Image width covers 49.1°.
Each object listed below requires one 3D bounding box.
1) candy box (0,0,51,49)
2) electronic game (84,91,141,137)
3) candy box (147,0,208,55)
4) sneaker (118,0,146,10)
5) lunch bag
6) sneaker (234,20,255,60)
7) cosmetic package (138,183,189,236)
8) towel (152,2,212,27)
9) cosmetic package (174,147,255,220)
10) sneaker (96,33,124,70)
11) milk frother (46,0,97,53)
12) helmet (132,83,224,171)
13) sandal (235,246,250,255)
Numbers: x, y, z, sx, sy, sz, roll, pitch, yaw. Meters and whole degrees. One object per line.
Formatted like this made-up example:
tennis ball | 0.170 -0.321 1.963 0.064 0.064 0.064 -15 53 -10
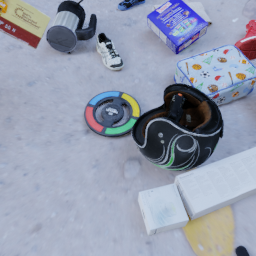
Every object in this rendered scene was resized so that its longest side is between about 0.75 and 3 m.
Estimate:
candy box | -2.671 -2.451 5.868 0.712 1.486 2.574 -61 33 6
electronic game | -0.460 -0.459 8.446 1.717 0.357 1.717 0 56 0
candy box | 1.767 -3.768 10.210 1.453 0.662 1.719 -37 73 -8
sneaker | 0.161 -5.388 11.711 1.359 0.529 0.476 -29 61 -19
lunch bag | 2.800 -1.707 8.987 2.418 0.914 1.938 -19 55 -12
sneaker | 4.445 -3.239 10.183 2.286 0.896 1.320 -14 47 -24
cosmetic package | 0.817 1.936 6.681 0.935 0.575 0.932 -12 57 -10
towel | 2.112 -4.496 11.195 2.184 0.376 1.447 -8 57 -6
cosmetic package | 2.483 1.348 7.046 2.452 0.621 1.012 -17 57 -11
sneaker | -0.685 -2.681 9.761 0.610 0.707 1.613 -27 61 -19
milk frother | -2.084 -3.979 9.769 1.672 1.852 1.742 -11 48 19
helmet | 1.190 0.112 7.087 2.071 1.974 2.071 9 52 -12
sandal | 2.695 3.037 6.157 0.338 0.190 0.889 -25 59 -16
